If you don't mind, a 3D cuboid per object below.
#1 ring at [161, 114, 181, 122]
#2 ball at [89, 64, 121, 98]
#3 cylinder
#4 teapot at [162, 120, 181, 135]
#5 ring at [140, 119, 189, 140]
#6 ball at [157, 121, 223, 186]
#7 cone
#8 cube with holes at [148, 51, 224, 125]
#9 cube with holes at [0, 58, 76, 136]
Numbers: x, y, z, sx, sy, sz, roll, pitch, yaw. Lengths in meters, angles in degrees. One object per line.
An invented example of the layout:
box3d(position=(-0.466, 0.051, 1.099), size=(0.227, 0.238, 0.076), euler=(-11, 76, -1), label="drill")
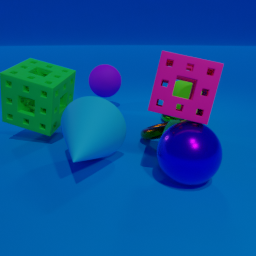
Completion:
box3d(position=(1.769, -0.379, 9.214), size=(1.347, 0.269, 1.347), euler=(0, 18, 0), label="ring")
box3d(position=(-0.864, -1.768, 10.561), size=(1.230, 1.230, 1.230), euler=(0, 18, 0), label="ball")
box3d(position=(1.762, -0.884, 8.588), size=(1.057, 1.057, 1.057), euler=(-3, 16, -8), label="cylinder")
box3d(position=(1.081, 0.247, 6.149), size=(0.842, 0.663, 1.354), euler=(52, 13, 28), label="teapot")
box3d(position=(1.034, 0.015, 7.311), size=(1.459, 0.292, 1.459), euler=(-14, 3, 1), label="ring")
box3d(position=(1.127, 0.464, 5.191), size=(1.185, 1.185, 1.185), euler=(0, 18, 0), label="ball")
box3d(position=(-0.846, 0.291, 5.475), size=(1.462, 1.462, 1.468), euler=(2, 24, 7), label="cone")
box3d(position=(1.039, -0.738, 5.269), size=(1.046, 1.046, 1.046), euler=(14, 8, 7), label="cube with holes")
box3d(position=(-2.307, -0.848, 7.329), size=(1.345, 1.345, 1.345), euler=(16, 31, 6), label="cube with holes")
